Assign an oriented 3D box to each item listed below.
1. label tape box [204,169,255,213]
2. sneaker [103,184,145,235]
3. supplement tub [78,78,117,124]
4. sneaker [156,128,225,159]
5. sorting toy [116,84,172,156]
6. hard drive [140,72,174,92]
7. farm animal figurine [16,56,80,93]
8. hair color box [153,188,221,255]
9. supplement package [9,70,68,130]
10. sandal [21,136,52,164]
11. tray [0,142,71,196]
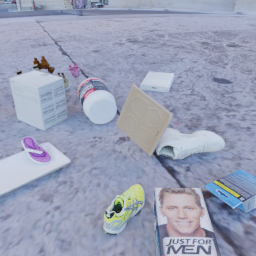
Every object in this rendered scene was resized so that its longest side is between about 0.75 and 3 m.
[{"bbox_3d":[2.880,1.707,7.398,1.450,0.479,1.039,-18,27,-25],"label":"label tape box"},{"bbox_3d":[-0.030,1.896,6.979,0.624,0.632,1.654,12,31,23],"label":"sneaker"},{"bbox_3d":[-1.282,-1.145,11.556,1.326,1.326,1.890,-10,36,-16],"label":"supplement tub"},{"bbox_3d":[1.999,0.650,9.229,2.277,0.852,1.134,3,44,12],"label":"sneaker"},{"bbox_3d":[0.485,-0.252,8.931,0.330,1.673,1.808,-15,49,-45],"label":"sorting toy"},{"bbox_3d":[1.629,-2.539,15.190,1.499,0.303,2.273,8,30,13],"label":"hard drive"},{"bbox_3d":[-3.772,-2.165,13.608,2.942,1.479,2.375,22,55,28],"label":"farm animal figurine"},{"bbox_3d":[1.200,2.349,6.084,1.191,0.720,2.381,0,29,0],"label":"hair color box"},{"bbox_3d":[-3.530,-1.153,11.213,1.709,1.788,1.315,20,35,30],"label":"supplement package"},{"bbox_3d":[-2.983,0.671,8.951,1.371,0.337,0.558,36,46,25],"label":"sandal"},{"bbox_3d":[-3.272,1.320,8.327,2.837,0.315,1.523,-24,36,-36],"label":"tray"}]
